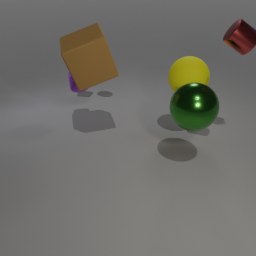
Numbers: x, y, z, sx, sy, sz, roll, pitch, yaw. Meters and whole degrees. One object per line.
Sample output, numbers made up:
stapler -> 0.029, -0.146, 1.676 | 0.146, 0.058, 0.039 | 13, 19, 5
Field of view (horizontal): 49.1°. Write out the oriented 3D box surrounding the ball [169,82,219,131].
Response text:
ball -> 1.899, -0.608, 8.066 | 1.400, 1.400, 1.400 | 0, 29, 0

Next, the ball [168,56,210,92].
ball -> 2.095, -1.759, 9.672 | 1.400, 1.400, 1.400 | 0, 29, 0

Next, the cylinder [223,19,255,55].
cylinder -> 3.079, -2.463, 7.602 | 0.700, 0.700, 0.700 | 33, 29, -9

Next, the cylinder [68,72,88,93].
cylinder -> -1.939, -1.842, 10.922 | 0.700, 0.700, 0.700 | -9, 73, -16

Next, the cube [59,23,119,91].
cube -> -1.273, -2.319, 9.110 | 1.400, 1.400, 1.400 | -22, 40, 1
